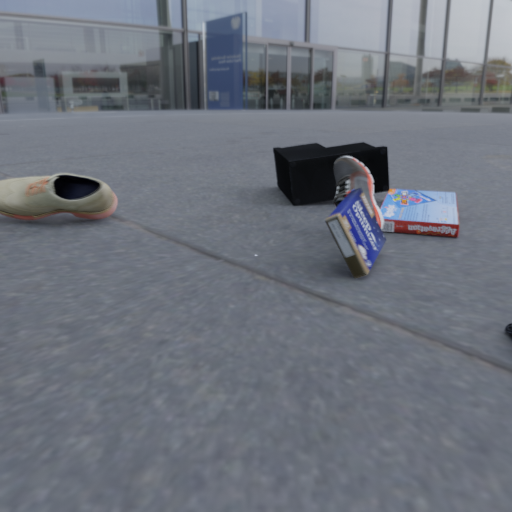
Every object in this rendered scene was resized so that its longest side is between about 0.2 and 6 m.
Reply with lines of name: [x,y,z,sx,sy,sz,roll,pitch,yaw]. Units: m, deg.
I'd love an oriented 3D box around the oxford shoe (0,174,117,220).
oxford shoe: [-4.383,-1.379,11.689,2.786,0.986,1.028,-2,-22,-3]

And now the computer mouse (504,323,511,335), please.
computer mouse: [3.670,0.898,6.321,1.412,0.372,0.978,1,17,4]

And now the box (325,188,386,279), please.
box: [1.689,-0.458,9.123,0.278,1.039,1.716,-22,13,31]

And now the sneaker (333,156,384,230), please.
sneaker: [1.804,-1.178,10.647,0.753,0.709,1.840,3,55,-35]

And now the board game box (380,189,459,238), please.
board game box: [3.553,-0.994,12.208,1.590,0.300,3.089,7,19,17]

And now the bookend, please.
bookend: [1.805,-2.225,14.225,2.378,1.102,2.393,-9,19,-5]
